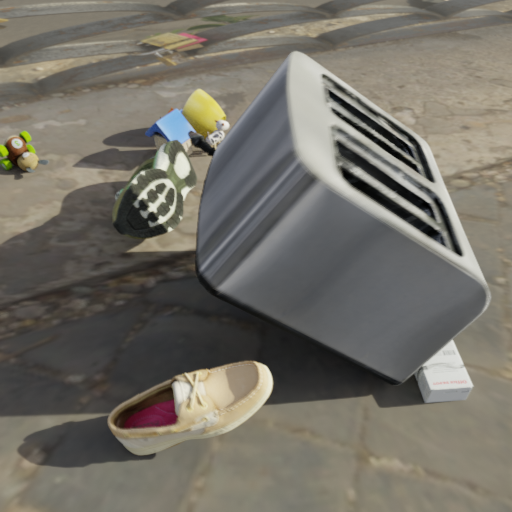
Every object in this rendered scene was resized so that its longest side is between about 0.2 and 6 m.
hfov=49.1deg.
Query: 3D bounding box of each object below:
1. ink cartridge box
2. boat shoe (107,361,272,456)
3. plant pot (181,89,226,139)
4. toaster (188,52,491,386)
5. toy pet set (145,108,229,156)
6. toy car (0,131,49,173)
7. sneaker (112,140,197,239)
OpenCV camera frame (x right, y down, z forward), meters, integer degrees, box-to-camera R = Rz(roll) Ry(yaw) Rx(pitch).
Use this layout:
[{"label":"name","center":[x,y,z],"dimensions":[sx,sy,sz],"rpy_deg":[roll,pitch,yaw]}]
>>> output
[{"label":"ink cartridge box","center":[2.485,1.552,7.630],"dimensions":[0.591,0.341,0.815],"rpy_deg":[-3,44,-5]},{"label":"boat shoe","center":[-0.803,1.745,6.591],"dimensions":[2.023,0.700,0.746],"rpy_deg":[-26,49,6]},{"label":"plant pot","center":[-1.212,-3.241,13.296],"dimensions":[0.820,1.155,1.155],"rpy_deg":[27,43,6]},{"label":"toaster","center":[0.980,-0.644,7.714],"dimensions":[3.801,2.255,3.437],"rpy_deg":[29,34,-20]},{"label":"toy pet set","center":[-1.665,-3.066,12.829],"dimensions":[1.926,1.023,1.798],"rpy_deg":[27,54,29]},{"label":"toy car","center":[-5.006,-2.133,12.171],"dimensions":[0.925,0.730,0.760],"rpy_deg":[33,56,20]},{"label":"sneaker","center":[-2.115,-1.078,10.602],"dimensions":[1.371,1.190,3.094],"rpy_deg":[-23,22,23]}]
